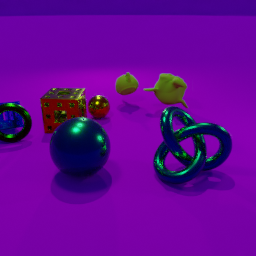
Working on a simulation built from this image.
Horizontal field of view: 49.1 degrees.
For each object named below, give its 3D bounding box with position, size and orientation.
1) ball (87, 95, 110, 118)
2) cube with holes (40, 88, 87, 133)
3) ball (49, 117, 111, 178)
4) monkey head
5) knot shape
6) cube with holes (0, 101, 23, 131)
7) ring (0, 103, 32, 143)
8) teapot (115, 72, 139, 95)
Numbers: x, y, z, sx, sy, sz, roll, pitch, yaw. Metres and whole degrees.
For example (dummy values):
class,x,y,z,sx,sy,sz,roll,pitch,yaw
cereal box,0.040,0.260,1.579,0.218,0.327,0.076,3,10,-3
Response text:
class,x,y,z,sx,sy,sz,roll,pitch,yaw
ball,-1.002,-0.725,9.615,0.787,0.787,0.787,0,24,0
cube with holes,-1.977,-0.564,8.854,1.127,1.127,1.127,1,24,3
ball,-1.079,0.437,6.366,1.371,1.371,1.371,0,24,0
monkey head,1.536,-1.323,9.969,1.798,1.083,1.293,21,11,-10
knot shape,1.325,0.276,6.466,1.848,1.729,0.854,-22,-11,-7
cube with holes,-3.750,-0.362,8.475,0.789,0.789,0.789,-13,9,-40
ring,-3.310,-0.139,7.886,1.158,1.158,0.232,-8,21,-17
teapot,-0.081,-1.697,10.836,0.914,0.719,1.469,-13,-16,-13
